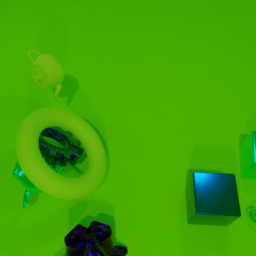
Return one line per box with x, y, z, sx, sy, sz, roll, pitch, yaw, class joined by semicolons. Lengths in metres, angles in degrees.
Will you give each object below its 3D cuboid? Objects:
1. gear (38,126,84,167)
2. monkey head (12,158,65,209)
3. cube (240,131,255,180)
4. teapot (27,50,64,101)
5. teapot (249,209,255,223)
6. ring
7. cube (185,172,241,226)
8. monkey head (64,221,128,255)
-1.633;0.309;6.123;1.340;1.340;0.248;40;109;21;gear
-1.995;0.933;6.241;0.986;1.177;1.636;50;58;-15;monkey head
3.075;0.657;6.291;0.823;0.823;0.823;8;59;5;cube
-1.890;-1.240;6.497;1.275;0.793;0.624;58;45;-17;teapot
3.133;1.830;5.492;1.397;0.869;0.684;1;79;32;teapot
-1.284;0.465;5.713;2.020;0.404;2.020;29;41;-30;ring
1.708;1.474;5.776;0.860;0.860;0.860;3;59;1;cube
-0.665;2.323;5.146;1.476;0.889;1.062;-8;21;-17;monkey head
